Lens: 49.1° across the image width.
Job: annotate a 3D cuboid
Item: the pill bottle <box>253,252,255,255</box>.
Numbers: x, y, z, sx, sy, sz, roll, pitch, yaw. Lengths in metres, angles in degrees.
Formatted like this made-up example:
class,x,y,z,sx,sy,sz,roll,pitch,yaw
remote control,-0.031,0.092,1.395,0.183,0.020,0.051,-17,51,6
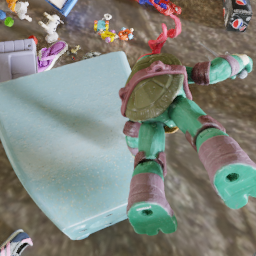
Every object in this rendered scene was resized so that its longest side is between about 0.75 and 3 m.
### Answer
class,x,y,z,sx,sy,sz,roll,pitch,yaw
pill bottle,1.636,1.601,2.795,0.825,1.553,0.825,-8,67,20

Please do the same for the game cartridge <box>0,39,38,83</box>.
class,x,y,z,sx,sy,sz,roll,pitch,yaw
game cartridge,-3.184,-1.121,7.324,1.646,0.487,2.540,-8,72,-10

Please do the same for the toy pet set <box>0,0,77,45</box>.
class,x,y,z,sx,sy,sz,roll,pitch,yaw
toy pet set,-2.811,-3.950,9.502,2.466,1.310,2.303,42,100,28

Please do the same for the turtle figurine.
class,x,y,z,sx,sy,sz,roll,pitch,yaw
turtle figurine,0.510,-0.210,3.488,1.361,2.025,2.704,29,35,-25

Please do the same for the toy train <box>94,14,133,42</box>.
class,x,y,z,sx,sy,sz,roll,pitch,yaw
toy train,-0.511,-3.158,9.184,0.998,0.370,1.329,-35,66,-23

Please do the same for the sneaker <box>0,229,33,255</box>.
class,x,y,z,sx,sy,sz,roll,pitch,yaw
sneaker,-2.290,2.460,5.303,0.431,0.369,1.051,29,61,22

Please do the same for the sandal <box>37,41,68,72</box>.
class,x,y,z,sx,sy,sz,roll,pitch,yaw
sandal,-2.453,-2.239,8.517,0.630,0.380,1.548,23,59,15

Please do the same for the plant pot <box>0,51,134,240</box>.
class,x,y,z,sx,sy,sz,roll,pitch,yaw
plant pot,-0.823,0.588,5.406,2.537,2.544,2.591,-18,65,-12

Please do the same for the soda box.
class,x,y,z,sx,sy,sz,roll,pitch,yaw
soda box,3.725,-4.220,9.662,0.652,0.729,2.060,8,55,2

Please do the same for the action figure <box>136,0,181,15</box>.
class,x,y,z,sx,sy,sz,roll,pitch,yaw
action figure,1.015,-4.571,10.076,2.074,0.536,0.679,34,59,18

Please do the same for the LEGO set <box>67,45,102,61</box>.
class,x,y,z,sx,sy,sz,roll,pitch,yaw
LEGO set,-1.300,-2.138,8.444,1.375,0.390,0.893,24,59,15
